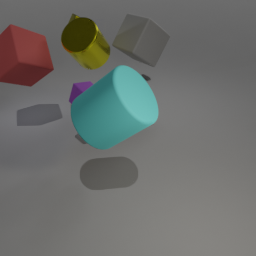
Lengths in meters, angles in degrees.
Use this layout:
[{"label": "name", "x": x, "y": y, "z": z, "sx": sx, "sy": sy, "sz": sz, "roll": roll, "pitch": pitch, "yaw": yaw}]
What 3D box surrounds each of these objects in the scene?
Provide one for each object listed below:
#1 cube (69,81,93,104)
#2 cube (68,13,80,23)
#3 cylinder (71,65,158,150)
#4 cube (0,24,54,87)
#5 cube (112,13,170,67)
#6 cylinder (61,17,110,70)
[{"label": "cube", "x": -1.359, "y": -0.996, "z": 8.979, "sx": 0.700, "sy": 0.700, "sz": 0.700, "roll": -18, "pitch": 51, "yaw": -45}, {"label": "cube", "x": -2.095, "y": -4.307, "z": 11.812, "sx": 0.700, "sy": 0.700, "sz": 0.700, "roll": 19, "pitch": 18, "yaw": -32}, {"label": "cylinder", "x": -0.292, "y": -0.419, "z": 6.168, "sx": 1.400, "sy": 1.400, "sz": 1.400, "roll": -30, "pitch": 16, "yaw": 32}, {"label": "cube", "x": -3.676, "y": -2.426, "z": 9.677, "sx": 1.400, "sy": 1.400, "sz": 1.400, "roll": -25, "pitch": -14, "yaw": 32}, {"label": "cube", "x": 0.517, "y": -3.466, "z": 11.090, "sx": 1.400, "sy": 1.400, "sz": 1.400, "roll": 19, "pitch": 11, "yaw": -46}, {"label": "cylinder", "x": -1.524, "y": -3.075, "z": 10.340, "sx": 1.400, "sy": 1.400, "sz": 1.400, "roll": 12, "pitch": -10, "yaw": 19}]
